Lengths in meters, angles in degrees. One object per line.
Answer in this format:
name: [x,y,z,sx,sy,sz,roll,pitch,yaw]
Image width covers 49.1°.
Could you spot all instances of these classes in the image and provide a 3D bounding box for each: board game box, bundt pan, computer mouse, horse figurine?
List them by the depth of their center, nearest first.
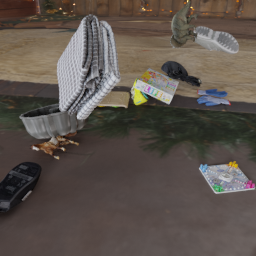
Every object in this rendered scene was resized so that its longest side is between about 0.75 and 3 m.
computer mouse: [-3.469,1.768,7.480,1.659,0.544,2.363,9,38,16]
board game box: [2.946,1.438,8.407,1.227,0.159,1.227,-4,28,-8]
horse figurine: [-2.461,0.548,9.803,1.085,0.409,1.638,15,32,23]
bundt pan: [-2.610,-0.288,10.374,2.520,0.946,2.520,-9,15,3]
board game box: [1.509,-2.153,13.939,1.788,0.455,2.659,26,27,4]
computer mouse: [2.887,-3.295,16.109,2.056,0.783,2.969,13,20,-19]

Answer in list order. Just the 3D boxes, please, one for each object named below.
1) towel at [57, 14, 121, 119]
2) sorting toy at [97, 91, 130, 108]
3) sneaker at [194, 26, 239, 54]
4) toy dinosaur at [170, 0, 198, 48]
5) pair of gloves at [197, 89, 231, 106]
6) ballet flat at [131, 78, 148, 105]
towel: [-1.314,-1.788,8.281,1.080,2.090,2.525,17,50,-32]
sorting toy: [-0.872,-1.378,13.534,1.828,0.333,1.692,6,29,2]
sneaker: [3.289,-3.201,10.486,1.761,0.722,0.658,33,74,18]
toy dinosaur: [1.522,-2.804,7.858,0.806,1.575,0.606,10,53,22]
pair of gloves: [4.207,-1.535,13.893,1.562,0.221,1.943,6,30,7]
ballet flat: [0.502,-1.810,13.892,0.757,0.754,2.258,-39,25,20]
